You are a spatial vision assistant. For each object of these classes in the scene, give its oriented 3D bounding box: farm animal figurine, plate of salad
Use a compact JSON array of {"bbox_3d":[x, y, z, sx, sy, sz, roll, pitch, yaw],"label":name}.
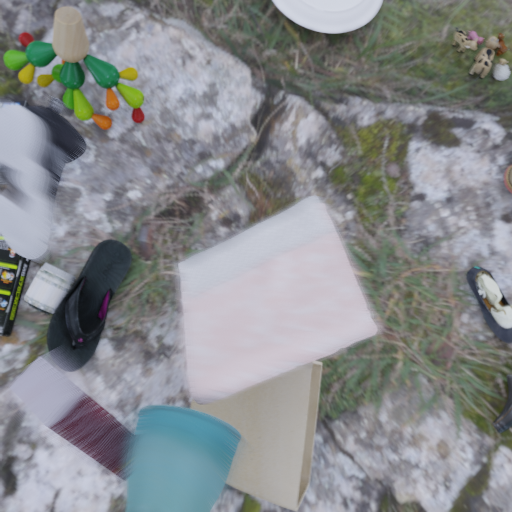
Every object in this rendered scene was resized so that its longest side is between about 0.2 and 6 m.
[{"bbox_3d":[4.675,-4.223,11.566,1.161,0.605,1.148,4,79,1],"label":"farm animal figurine"},{"bbox_3d":[1.414,-5.769,11.859,2.601,0.625,2.601,2,75,-9],"label":"plate of salad"}]

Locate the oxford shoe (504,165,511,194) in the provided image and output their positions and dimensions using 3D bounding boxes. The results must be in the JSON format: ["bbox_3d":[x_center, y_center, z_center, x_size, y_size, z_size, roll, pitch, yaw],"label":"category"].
[{"bbox_3d":[6.287,-1.423,10.823,2.766,1.034,0.974,8,80,2],"label":"oxford shoe"}]

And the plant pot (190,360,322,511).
[{"bbox_3d":[-0.018,2.781,9.581,1.962,2.213,2.216,6,79,12],"label":"plant pot"}]

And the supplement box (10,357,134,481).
[{"bbox_3d":[-2.203,2.106,7.160,0.957,1.759,0.535,22,64,41],"label":"supplement box"}]

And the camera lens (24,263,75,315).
[{"bbox_3d":[-3.916,0.642,10.618,0.680,0.680,0.850,25,80,4],"label":"camera lens"}]

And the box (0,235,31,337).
[{"bbox_3d":[-5.492,0.455,10.779,1.964,0.467,1.896,9,78,2],"label":"box"}]

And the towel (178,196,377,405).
[{"bbox_3d":[0.102,0.508,7.344,2.402,0.387,2.294,-25,49,13],"label":"towel"}]

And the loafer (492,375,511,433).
[{"bbox_3d":[4.896,2.459,10.352,0.666,0.671,1.842,42,74,18],"label":"loafer"}]

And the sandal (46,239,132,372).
[{"bbox_3d":[-3.114,0.889,10.433,0.978,0.623,2.602,25,79,-25],"label":"sandal"}]

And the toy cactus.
[{"bbox_3d":[-3.409,-3.711,10.722,2.810,2.319,1.437,27,60,0],"label":"toy cactus"}]

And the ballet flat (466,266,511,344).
[{"bbox_3d":[4.547,0.919,10.634,0.589,0.589,1.613,-26,81,-5],"label":"ballet flat"}]

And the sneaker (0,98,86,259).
[{"bbox_3d":[-2.895,-1.069,7.688,0.815,1.228,2.158,16,121,12],"label":"sneaker"}]

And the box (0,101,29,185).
[{"bbox_3d":[-5.660,-2.247,11.040,2.160,0.537,1.703,1,65,0],"label":"box"}]

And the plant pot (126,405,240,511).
[{"bbox_3d":[-0.933,2.574,6.585,1.286,1.286,1.208,12,56,2],"label":"plant pot"}]
